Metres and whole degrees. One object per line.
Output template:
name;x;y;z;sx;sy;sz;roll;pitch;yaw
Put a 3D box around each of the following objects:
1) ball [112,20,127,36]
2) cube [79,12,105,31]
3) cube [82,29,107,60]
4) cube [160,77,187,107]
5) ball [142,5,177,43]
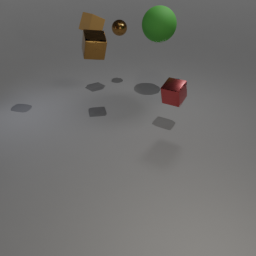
ball;-0.389;-4.541;12.689;0.700;0.700;0.700;0;32;0
cube;-1.490;-4.284;11.558;0.700;0.700;0.700;30;18;39
cube;-1.128;-2.757;9.287;0.700;0.700;0.700;-2;50;-17
cube;1.646;-1.281;10.002;0.700;0.700;0.700;18;52;28
ball;1.257;-4.181;11.296;1.400;1.400;1.400;0;32;0
